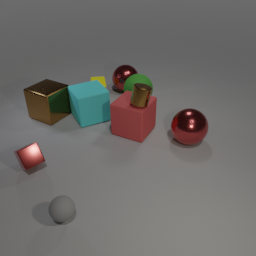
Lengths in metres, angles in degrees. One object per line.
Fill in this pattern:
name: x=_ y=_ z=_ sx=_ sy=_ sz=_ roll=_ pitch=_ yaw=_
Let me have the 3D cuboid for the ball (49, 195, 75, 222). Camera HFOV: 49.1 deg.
ball: x=-1.770 y=2.167 z=7.524 sx=0.700 sy=0.700 sz=0.700 roll=0 pitch=32 yaw=0

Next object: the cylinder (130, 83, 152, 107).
cylinder: x=0.483 y=-1.215 z=10.328 sx=0.700 sy=0.700 sz=0.700 roll=11 pitch=26 yaw=-5

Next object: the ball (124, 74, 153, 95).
ball: x=0.490 y=-1.874 z=13.371 sx=1.400 sy=1.400 sz=1.400 roll=0 pitch=32 yaw=0

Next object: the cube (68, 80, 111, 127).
cube: x=-1.673 y=-1.090 z=12.212 sx=1.400 sy=1.400 sz=1.400 roll=-17 pitch=36 yaw=-21

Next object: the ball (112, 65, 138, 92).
ball: x=-0.128 y=-2.606 z=14.679 sx=1.400 sy=1.400 sz=1.400 roll=0 pitch=32 yaw=0

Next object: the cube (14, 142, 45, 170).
cube: x=-3.316 y=0.942 z=9.414 sx=0.700 sy=0.700 sz=0.700 roll=-28 pitch=10 yaw=-29

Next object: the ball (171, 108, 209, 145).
ball: x=2.331 y=-0.047 z=10.633 sx=1.400 sy=1.400 sz=1.400 roll=0 pitch=32 yaw=0

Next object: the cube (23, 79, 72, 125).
cube: x=-3.506 y=-1.179 z=12.403 sx=1.400 sy=1.400 sz=1.400 roll=18 pitch=36 yaw=26

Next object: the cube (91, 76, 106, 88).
cube: x=-1.514 y=-2.112 z=14.189 sx=0.700 sy=0.700 sz=0.700 roll=-5 pitch=60 yaw=-13

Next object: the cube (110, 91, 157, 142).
cube: x=0.236 y=-0.497 z=11.289 sx=1.400 sy=1.400 sz=1.400 roll=15 pitch=36 yaw=23
